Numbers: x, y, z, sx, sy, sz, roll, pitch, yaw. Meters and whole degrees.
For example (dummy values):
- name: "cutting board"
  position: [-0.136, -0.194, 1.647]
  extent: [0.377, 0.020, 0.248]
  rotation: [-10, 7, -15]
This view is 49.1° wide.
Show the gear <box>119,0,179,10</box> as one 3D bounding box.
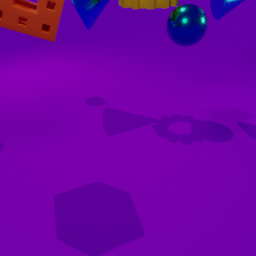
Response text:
- name: "gear"
  position: [0.570, -3.559, 7.715]
  extent: [1.628, 0.301, 1.628]
  rotation: [-1, 32, 1]

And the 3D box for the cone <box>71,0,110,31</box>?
- name: "cone"
  position: [-0.818, -3.937, 8.069]
  extent: [1.642, 1.636, 1.636]
  rotation: [-27, 33, 4]

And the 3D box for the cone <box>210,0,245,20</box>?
- name: "cone"
  position: [2.883, -3.525, 7.629]
  extent: [0.962, 0.959, 0.959]
  rotation: [-11, 32, -3]

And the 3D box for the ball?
- name: "ball"
  position: [1.607, -2.804, 7.669]
  extent: [1.106, 1.106, 1.106]
  rotation: [0, 31, 0]

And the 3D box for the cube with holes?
- name: "cube with holes"
  position: [-1.739, -2.339, 4.872]
  extent: [1.123, 1.123, 1.123]
  rotation: [11, 27, -23]
